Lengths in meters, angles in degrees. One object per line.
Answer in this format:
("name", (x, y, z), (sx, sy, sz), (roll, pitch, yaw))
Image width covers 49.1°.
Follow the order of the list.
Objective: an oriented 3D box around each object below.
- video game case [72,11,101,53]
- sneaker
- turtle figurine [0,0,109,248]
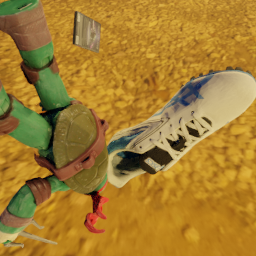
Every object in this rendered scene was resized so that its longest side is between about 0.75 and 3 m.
("video game case", (-0.740, -1.733, 5.133), (0.075, 0.562, 0.787), (8, 6, 24))
("sneaker", (0.615, 0.115, 3.831), (0.894, 2.489, 0.902), (35, 38, -28))
("turtle figurine", (-0.946, 0.142, 3.409), (1.457, 2.895, 2.167), (-7, 43, 12))
